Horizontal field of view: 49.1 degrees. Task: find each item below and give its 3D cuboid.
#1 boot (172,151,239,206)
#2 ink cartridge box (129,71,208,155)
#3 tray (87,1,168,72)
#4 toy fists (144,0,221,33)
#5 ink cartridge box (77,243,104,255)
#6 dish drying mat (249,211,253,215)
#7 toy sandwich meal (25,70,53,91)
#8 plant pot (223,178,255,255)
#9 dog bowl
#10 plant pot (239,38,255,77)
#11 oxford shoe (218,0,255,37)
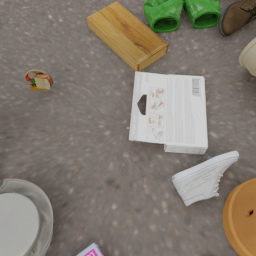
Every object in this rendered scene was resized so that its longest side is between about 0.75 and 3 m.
[{"bbox_3d":[2.014,1.240,6.782,1.778,0.654,0.850,-23,71,-3],"label":"boot"},{"bbox_3d":[1.098,-0.467,7.682,2.001,0.508,2.271,5,62,2],"label":"ink cartridge box"},{"bbox_3d":[-0.050,-3.022,9.081,1.273,0.478,2.581,-36,69,-17],"label":"tray"},{"bbox_3d":[1.821,-4.065,9.404,2.600,0.894,1.326,-8,62,-3],"label":"toy fists"},{"bbox_3d":[-0.597,3.711,5.501,1.408,0.495,2.359,-32,68,-16],"label":"ink cartridge box"},{"bbox_3d":[3.351,2.044,6.557,1.542,0.140,0.592,-28,66,-14],"label":"dish drying mat"},{"bbox_3d":[-2.462,-1.271,7.704,0.789,0.789,0.270,0,52,0],"label":"toy sandwich meal"},{"bbox_3d":[3.175,1.904,5.841,2.031,1.422,2.031,-1,65,3],"label":"plant pot"},{"bbox_3d":[-2.583,2.171,5.895,2.135,0.626,2.135,-1,54,1],"label":"dog bowl"},{"bbox_3d":[4.610,-1.312,7.208,2.629,2.629,2.406,-15,75,-8],"label":"plant pot"},{"bbox_3d":[3.841,-3.787,9.090,2.311,0.840,0.976,-42,27,-16],"label":"oxford shoe"}]
